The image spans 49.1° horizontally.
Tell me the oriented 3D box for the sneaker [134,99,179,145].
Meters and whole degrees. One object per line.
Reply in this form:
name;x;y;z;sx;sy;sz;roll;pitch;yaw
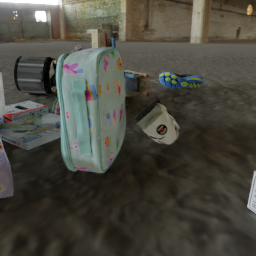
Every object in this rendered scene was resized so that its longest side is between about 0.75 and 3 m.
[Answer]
sneaker;0.827;-0.088;7.582;1.119;0.936;2.528;46;13;-5

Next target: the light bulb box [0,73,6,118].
light bulb box;-4.160;-0.740;6.736;1.964;1.237;1.982;-5;11;-14

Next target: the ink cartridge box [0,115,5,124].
ink cartridge box;-4.031;-0.147;7.984;0.825;0.290;1.382;-14;14;-10

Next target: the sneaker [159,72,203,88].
sneaker;2.581;-2.298;13.755;2.131;0.755;0.883;7;8;12

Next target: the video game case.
video game case;-2.607;0.000;8.111;1.840;0.222;2.019;14;25;34

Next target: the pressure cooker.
pressure cooker;-3.719;-2.245;11.995;1.859;1.635;1.661;2;-12;0

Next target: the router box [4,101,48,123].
router box;-3.585;-0.545;9.434;1.186;0.323;1.322;16;26;37

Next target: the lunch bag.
lunch bag;-0.745;-0.458;5.974;0.994;2.578;2.067;3;20;14

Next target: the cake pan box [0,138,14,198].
cake pan box;-3.929;0.762;5.367;2.915;0.763;2.685;-11;21;-26

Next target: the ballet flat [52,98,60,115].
ballet flat;-2.218;-0.936;10.133;0.755;0.733;2.120;18;17;-14

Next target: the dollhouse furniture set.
dollhouse furniture set;-0.390;-2.652;11.555;1.907;2.707;1.897;-12;21;-29

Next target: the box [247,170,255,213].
box;3.113;1.310;3.881;1.417;0.730;2.429;-8;22;-21
